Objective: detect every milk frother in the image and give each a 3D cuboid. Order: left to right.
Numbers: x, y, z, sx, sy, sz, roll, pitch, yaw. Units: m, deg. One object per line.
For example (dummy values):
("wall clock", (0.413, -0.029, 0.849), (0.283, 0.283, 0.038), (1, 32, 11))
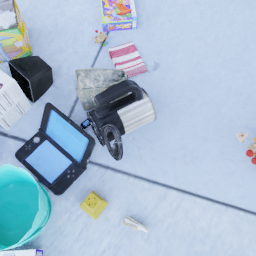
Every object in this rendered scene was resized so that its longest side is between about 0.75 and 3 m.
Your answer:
("milk frother", (-0.010, -0.180, 9.981), (2.298, 2.205, 2.443), (-27, 67, -11))

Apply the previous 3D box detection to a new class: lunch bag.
("lunch bag", (-0.924, -1.508, 10.893), (1.968, 1.614, 1.157), (-6, 67, 0))

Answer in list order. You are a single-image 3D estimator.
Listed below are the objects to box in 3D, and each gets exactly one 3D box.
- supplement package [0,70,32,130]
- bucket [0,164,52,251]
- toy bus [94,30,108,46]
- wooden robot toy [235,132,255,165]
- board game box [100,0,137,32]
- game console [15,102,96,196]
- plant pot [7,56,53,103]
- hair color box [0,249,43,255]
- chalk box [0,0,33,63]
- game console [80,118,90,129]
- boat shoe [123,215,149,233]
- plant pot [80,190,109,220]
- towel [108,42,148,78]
("supplement package", (-5.313, -1.462, 10.688), (2.526, 1.967, 1.401), (34, 70, 15))
("bucket", (-3.807, 2.597, 8.979), (2.622, 1.706, 2.622), (0, 66, 0))
("toy bus", (-1.298, -4.017, 12.661), (0.729, 0.377, 0.688), (0, 82, -32))
("wooden robot toy", (4.722, 0.804, 9.631), (2.133, 0.968, 0.940), (53, 35, 3))
("board game box", (-0.511, -5.789, 13.478), (1.630, 0.543, 2.424), (-6, 65, -3))
("game console", (-2.672, 0.745, 9.964), (2.476, 1.441, 2.177), (38, 69, 17))
("plant pot", (-3.851, -2.124, 11.425), (1.392, 1.388, 1.235), (40, 59, 17))
("hair color box", (-3.485, 5.171, 8.214), (1.612, 0.956, 2.948), (-3, 67, 0))
("chalk box", (-5.939, -3.984, 11.947), (2.994, 1.854, 1.863), (-15, 68, -6))
("game console", (-1.824, -0.094, 11.083), (1.076, 0.130, 0.635), (-39, 71, -17))
("boat shoe", (0.260, 3.306, 9.428), (0.899, 0.336, 0.307), (25, 73, 19))
("plant pot", (-1.177, 2.572, 9.511), (0.737, 0.754, 0.732), (35, 70, 14))
("towel", (-0.037, -3.023, 12.398), (1.280, 0.202, 1.776), (-19, 67, -10))
